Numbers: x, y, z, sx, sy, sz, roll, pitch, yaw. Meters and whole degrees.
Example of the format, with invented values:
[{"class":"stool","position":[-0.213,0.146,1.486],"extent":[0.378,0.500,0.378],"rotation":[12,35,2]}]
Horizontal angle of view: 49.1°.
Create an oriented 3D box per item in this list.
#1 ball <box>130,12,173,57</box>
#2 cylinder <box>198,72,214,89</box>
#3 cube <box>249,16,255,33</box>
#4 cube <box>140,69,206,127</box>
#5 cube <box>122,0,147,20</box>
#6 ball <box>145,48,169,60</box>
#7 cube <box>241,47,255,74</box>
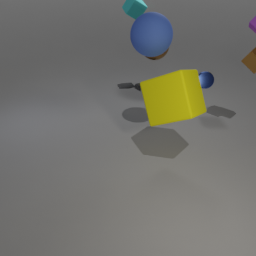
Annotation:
[{"class":"ball","position":[0.772,-3.061,9.206],"extent":[1.400,1.400,1.400],"rotation":[0,29,0]},{"class":"cylinder","position":[3.209,-2.024,11.834],"extent":[0.700,0.700,0.700],"rotation":[2,10,3]},{"class":"cube","position":[4.513,-3.461,9.242],"extent":[0.700,0.700,0.700],"rotation":[47,21,9]},{"class":"cube","position":[1.426,-0.943,8.682],"extent":[1.400,1.400,1.400],"rotation":[-11,4,34]},{"class":"cube","position":[0.278,-5.160,11.968],"extent":[0.700,0.700,0.700],"rotation":[16,36,-35]},{"class":"ball","position":[1.284,-3.970,13.430],"extent":[1.400,1.400,1.400],"rotation":[0,29,0]},{"class":"cube","position":[4.767,-2.571,10.256],"extent":[0.700,0.700,0.700],"rotation":[-41,84,-17]}]
